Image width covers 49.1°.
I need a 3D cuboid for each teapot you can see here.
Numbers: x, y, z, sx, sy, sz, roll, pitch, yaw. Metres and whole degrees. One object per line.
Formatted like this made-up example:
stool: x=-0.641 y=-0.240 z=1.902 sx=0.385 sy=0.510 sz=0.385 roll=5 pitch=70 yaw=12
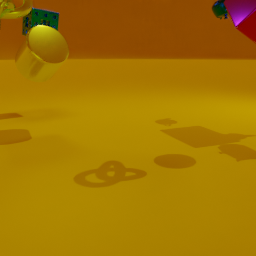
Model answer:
teapot: x=3.069 y=-3.771 z=8.939 sx=0.752 sy=0.592 sz=1.209 roll=-13 pitch=7 yaw=6

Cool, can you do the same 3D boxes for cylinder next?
cylinder: x=-2.300 y=-1.946 z=7.467 sx=1.113 sy=1.113 sz=1.113 roll=-13 pitch=-9 yaw=-39

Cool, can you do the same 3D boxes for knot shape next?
knot shape: x=-3.055 y=-2.812 z=6.742 sx=1.440 sy=0.665 sz=1.347 roll=-18 pitch=45 yaw=15

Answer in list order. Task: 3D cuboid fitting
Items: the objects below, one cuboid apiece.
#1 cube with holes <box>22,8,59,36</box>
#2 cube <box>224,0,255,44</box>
cube with holes: x=-3.039 y=-3.597 z=9.700 sx=0.926 sy=0.926 sz=0.926 roll=-5 pitch=23 yaw=-38
cube: x=3.600 y=-3.168 z=7.400 sx=1.310 sy=1.310 sz=1.310 roll=22 pitch=46 yaw=-28
